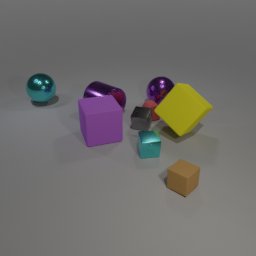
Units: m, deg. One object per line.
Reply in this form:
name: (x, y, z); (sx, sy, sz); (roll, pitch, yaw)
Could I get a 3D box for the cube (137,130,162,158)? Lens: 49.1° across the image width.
cube: (0.739, 0.569, 9.900); (0.700, 0.700, 0.700); (-3, 34, -8)

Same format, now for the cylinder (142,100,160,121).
cylinder: (1.047, -0.779, 12.319); (0.700, 0.700, 0.700); (-8, 29, -14)

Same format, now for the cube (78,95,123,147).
cube: (-1.070, -0.305, 10.788); (1.400, 1.400, 1.400); (-9, 31, -16)

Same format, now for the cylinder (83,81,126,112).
cylinder: (-1.036, -1.249, 12.446); (1.400, 1.400, 1.400); (25, 38, 37)

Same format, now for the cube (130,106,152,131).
cube: (0.563, -0.385, 11.484); (0.700, 0.700, 0.700); (9, 45, 18)

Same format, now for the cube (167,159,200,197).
cube: (1.642, 1.466, 8.326); (0.700, 0.700, 0.700); (22, 35, 38)

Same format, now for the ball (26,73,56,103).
ball: (-4.159, -1.919, 13.420); (1.400, 1.400, 1.400); (0, 29, 0)

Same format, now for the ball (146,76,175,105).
ball: (1.556, -1.728, 13.223); (1.400, 1.400, 1.400); (0, 29, 0)

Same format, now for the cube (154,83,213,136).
cube: (2.138, -0.725, 10.695); (1.400, 1.400, 1.400); (46, 23, 15)
